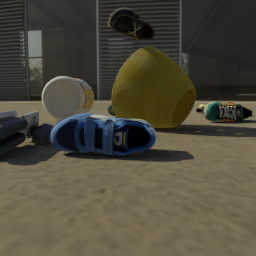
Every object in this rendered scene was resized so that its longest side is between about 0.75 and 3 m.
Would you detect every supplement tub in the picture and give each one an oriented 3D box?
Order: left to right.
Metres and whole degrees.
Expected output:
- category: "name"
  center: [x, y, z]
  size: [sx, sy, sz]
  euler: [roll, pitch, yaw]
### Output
- category: "supplement tub"
  center: [-2.862, -1.505, 14.103]
  size: [2.050, 2.050, 2.819]
  euler: [1, 7, 5]

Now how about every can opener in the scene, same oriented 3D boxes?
- category: "can opener"
  center: [-2.391, 0.112, 6.493]
  size: [0.863, 0.688, 2.581]
  euler: [11, 11, 0]

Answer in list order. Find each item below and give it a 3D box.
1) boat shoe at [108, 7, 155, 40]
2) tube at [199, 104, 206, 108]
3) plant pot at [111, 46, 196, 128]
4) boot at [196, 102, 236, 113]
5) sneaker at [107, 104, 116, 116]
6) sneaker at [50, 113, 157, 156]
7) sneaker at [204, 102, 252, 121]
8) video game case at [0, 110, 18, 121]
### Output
- category: "boat shoe"
  center: [0.183, -3.731, 10.216]
  size: [0.818, 0.869, 2.420]
  euler: [44, 26, 21]
- category: "tube"
  center: [5.712, -1.329, 19.309]
  size: [0.527, 0.472, 1.818]
  euler: [-46, 29, -15]
- category: "plant pot"
  center: [1.158, -1.152, 10.087]
  size: [2.092, 2.948, 2.948]
  euler: [33, 24, 30]
- category: "boot"
  center: [5.218, -1.053, 16.501]
  size: [1.742, 0.758, 2.094]
  euler: [-9, 6, -12]
- category: "sneaker"
  center: [0.222, -0.961, 14.855]
  size: [2.504, 0.894, 1.001]
  euler: [-8, 13, -15]
- category: "sneaker"
  center: [-0.460, 0.137, 5.828]
  size: [2.295, 0.848, 0.944]
  euler: [-2, 9, -10]
- category: "sneaker"
  center: [4.514, -0.740, 12.497]
  size: [2.543, 0.908, 1.016]
  euler: [-3, 3, -33]
- category: "video game case"
  center: [-3.421, 0.056, 6.285]
  size: [1.631, 0.147, 1.168]
  euler: [-27, 6, 5]
